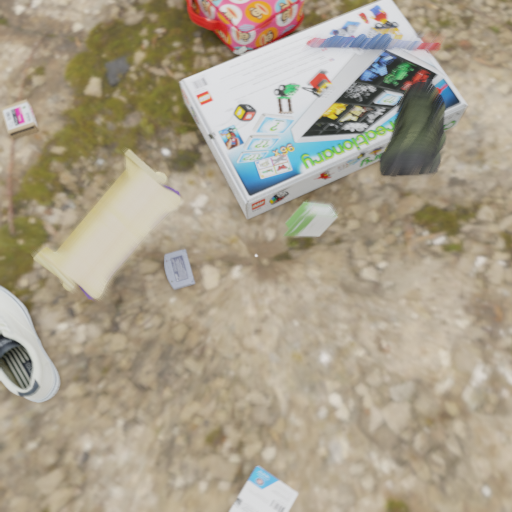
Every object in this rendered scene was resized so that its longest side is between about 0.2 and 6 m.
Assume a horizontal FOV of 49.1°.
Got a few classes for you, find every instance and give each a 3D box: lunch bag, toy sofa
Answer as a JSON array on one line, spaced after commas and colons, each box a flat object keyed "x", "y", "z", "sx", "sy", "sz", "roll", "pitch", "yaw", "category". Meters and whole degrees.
[{"x": -0.448, "y": -6.049, "z": 13.052, "sx": 2.410, "sy": 1.121, "sz": 2.736, "roll": -35, "pitch": 74, "yaw": -12, "category": "lunch bag"}, {"x": -2.481, "y": -0.534, "z": 9.577, "sx": 1.212, "sy": 1.029, "sz": 2.484, "roll": 40, "pitch": 88, "yaw": -16, "category": "toy sofa"}]

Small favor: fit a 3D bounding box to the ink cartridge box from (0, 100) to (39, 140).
[{"x": -5.248, "y": -3.021, "z": 12.422, "sx": 0.608, "sy": 0.277, "sz": 0.738, "roll": -22, "pitch": 71, "yaw": -7, "category": "ink cartridge box"}]

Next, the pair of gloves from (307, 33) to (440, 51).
[{"x": 1.997, "y": -3.597, "z": 9.436, "sx": 2.126, "sy": 1.709, "sz": 0.242, "roll": -8, "pitch": 112, "yaw": -23, "category": "pair of gloves"}]

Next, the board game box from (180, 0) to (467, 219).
[{"x": 1.407, "y": -3.322, "z": 12.185, "sx": 5.224, "sy": 0.904, "sz": 3.298, "roll": -24, "pitch": 72, "yaw": -8, "category": "board game box"}]

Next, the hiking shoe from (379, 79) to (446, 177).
[{"x": 2.313, "y": -1.935, "z": 8.338, "sx": 0.889, "sy": 1.182, "sz": 2.347, "roll": -1, "pitch": 25, "yaw": 23, "category": "hiking shoe"}]

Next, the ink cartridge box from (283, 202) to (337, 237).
[{"x": 0.825, "y": -0.589, "z": 9.104, "sx": 0.983, "sy": 0.510, "sz": 0.292, "roll": -2, "pitch": 52, "yaw": -48, "category": "ink cartridge box"}]

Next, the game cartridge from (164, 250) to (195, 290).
[{"x": -1.575, "y": 0.284, "z": 11.312, "sx": 0.512, "sy": 0.157, "sz": 0.769, "roll": -14, "pitch": 71, "yaw": -9, "category": "game cartridge"}]

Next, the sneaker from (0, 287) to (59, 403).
[{"x": -4.637, "y": 1.479, "z": 10.427, "sx": 1.013, "sy": 0.982, "sz": 2.773, "roll": -40, "pitch": 75, "yaw": -13, "category": "sneaker"}]

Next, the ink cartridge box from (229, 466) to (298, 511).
[{"x": -0.027, "y": 4.491, "z": 9.608, "sx": 0.854, "sy": 0.492, "sz": 1.475, "roll": 32, "pitch": 73, "yaw": 11, "category": "ink cartridge box"}]
